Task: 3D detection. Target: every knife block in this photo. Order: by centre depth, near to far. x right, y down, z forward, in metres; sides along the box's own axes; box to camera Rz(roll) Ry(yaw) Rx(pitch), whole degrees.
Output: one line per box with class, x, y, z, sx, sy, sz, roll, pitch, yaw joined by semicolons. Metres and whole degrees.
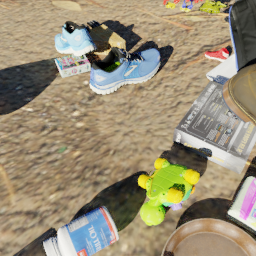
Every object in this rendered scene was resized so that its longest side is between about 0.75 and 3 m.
knife block;-0.952;-3.630;11.030;1.939;0.620;1.702;6;51;6

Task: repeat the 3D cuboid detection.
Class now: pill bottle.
pill bottle;-0.963;2.285;5.814;1.412;0.793;0.793;-24;53;-18

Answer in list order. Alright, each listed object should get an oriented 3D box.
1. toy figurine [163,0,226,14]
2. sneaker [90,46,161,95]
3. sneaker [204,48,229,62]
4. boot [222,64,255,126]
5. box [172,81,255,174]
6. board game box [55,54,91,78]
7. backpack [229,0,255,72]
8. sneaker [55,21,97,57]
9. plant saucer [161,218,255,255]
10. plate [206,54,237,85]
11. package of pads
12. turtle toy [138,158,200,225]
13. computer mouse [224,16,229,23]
toy figurine;2.255;-4.613;9.258;2.020;1.066;1.210;7;91;-6
sneaker;-0.015;-2.121;9.343;2.743;1.223;1.077;-28;55;-23
sneaker;3.318;-2.814;10.406;0.884;0.511;0.346;19;52;16
boot;3.135;-0.124;4.867;2.952;1.431;1.103;36;74;5
box;2.743;-0.163;8.040;1.995;0.609;2.519;26;54;21
board game box;-1.978;-2.278;10.062;1.065;0.342;0.786;-20;51;-16
backpack;3.550;-1.901;6.298;2.081;2.274;1.671;-4;1;42
sneaker;-1.986;-3.342;10.174;0.982;1.126;2.504;-30;32;-27
plant saucer;1.726;2.916;5.544;2.209;0.381;2.209;0;50;0
plate;3.924;-1.692;9.574;1.879;0.304;1.875;-36;59;-27
package of pads;3.181;1.899;6.335;1.484;0.506;1.146;30;57;22
turtle toy;0.874;1.478;6.465;1.654;0.836;1.205;-42;38;-26
computer mouse;5.665;-4.906;12.110;2.546;0.671;1.763;-26;53;-20
